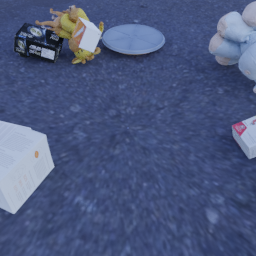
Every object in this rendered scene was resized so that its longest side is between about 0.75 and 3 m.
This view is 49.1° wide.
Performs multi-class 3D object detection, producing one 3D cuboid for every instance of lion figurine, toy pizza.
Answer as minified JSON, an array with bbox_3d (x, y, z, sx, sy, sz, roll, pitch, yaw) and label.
[{"bbox_3d":[-3.081,-4.717,12.530,1.335,0.790,2.180,20,59,9],"label":"lion figurine"},{"bbox_3d":[0.216,-3.515,11.312,2.533,0.401,2.533,1,43,-1],"label":"toy pizza"}]

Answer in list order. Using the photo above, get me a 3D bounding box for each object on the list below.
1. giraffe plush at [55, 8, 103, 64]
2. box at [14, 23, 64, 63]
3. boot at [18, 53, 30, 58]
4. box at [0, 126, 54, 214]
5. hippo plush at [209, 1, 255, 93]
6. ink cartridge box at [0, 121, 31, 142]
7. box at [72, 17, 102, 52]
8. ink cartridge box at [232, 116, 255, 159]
[{"bbox_3d":[-1.710,-3.140,10.219,1.828,1.577,1.482,15,58,-29],"label":"giraffe plush"},{"bbox_3d":[-3.281,-3.177,10.428,1.525,0.657,1.249,15,40,-10],"label":"box"},{"bbox_3d":[-3.956,-3.034,10.803,0.695,0.332,0.921,32,44,26],"label":"boot"},{"bbox_3d":[-2.341,0.844,5.894,0.747,1.070,1.406,17,44,18],"label":"box"},{"bbox_3d":[4.018,-2.199,9.049,2.875,2.290,2.312,25,50,-36],"label":"hippo plush"},{"bbox_3d":[-3.348,0.331,7.061,1.489,0.373,1.198,10,43,18],"label":"ink cartridge box"},{"bbox_3d":[-1.250,-2.772,8.310,0.494,0.631,1.014,12,28,-32],"label":"box"},{"bbox_3d":[3.311,0.120,6.892,1.171,0.488,0.850,-23,42,4],"label":"ink cartridge box"}]
